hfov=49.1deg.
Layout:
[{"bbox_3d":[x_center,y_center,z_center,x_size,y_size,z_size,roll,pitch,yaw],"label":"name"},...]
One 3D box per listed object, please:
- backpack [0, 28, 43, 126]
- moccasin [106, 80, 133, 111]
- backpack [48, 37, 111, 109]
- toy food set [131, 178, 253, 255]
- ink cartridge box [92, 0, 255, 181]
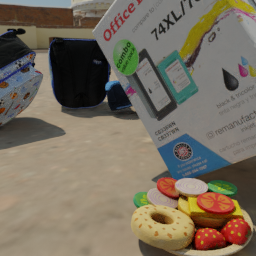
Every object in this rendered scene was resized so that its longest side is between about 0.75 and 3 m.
[{"bbox_3d":[-3.384,-1.127,7.247,2.312,1.781,2.202,-41,3,-37],"label":"backpack"},{"bbox_3d":[0.709,-1.034,8.979,2.966,1.011,1.194,-4,11,-16],"label":"moccasin"},{"bbox_3d":[-1.601,-1.865,9.472,2.048,2.238,1.645,-2,17,-12],"label":"backpack"},{"bbox_3d":[0.769,1.033,3.483,1.453,0.353,1.438,2,18,7],"label":"toy food set"},{"bbox_3d":[1.346,-1.086,4.573,2.156,2.953,2.166,-23,-8,-43],"label":"ink cartridge box"}]
